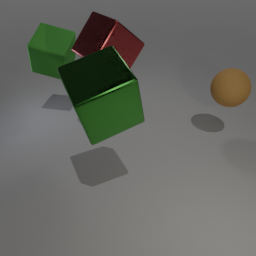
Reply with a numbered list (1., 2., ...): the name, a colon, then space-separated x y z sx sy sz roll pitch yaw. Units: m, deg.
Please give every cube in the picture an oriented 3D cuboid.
1. cube: -2.930 -2.971 10.972 1.400 1.400 1.400 15 58 -1
2. cube: -0.594 -0.745 6.448 1.400 1.400 1.400 -25 53 -8
3. cube: -0.637 -2.557 8.835 1.400 1.400 1.400 23 11 -47

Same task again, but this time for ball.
1. ball: 3.715 -1.454 10.156 1.400 1.400 1.400 0 33 0
